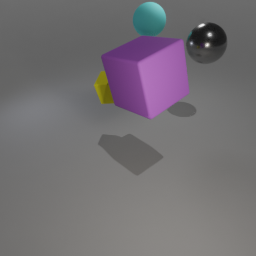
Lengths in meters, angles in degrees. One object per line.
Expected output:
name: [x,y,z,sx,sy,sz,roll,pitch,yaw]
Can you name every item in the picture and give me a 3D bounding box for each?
ball: [0.898,-4.553,11.826,1.400,1.400,1.400,0,32,0]
cube: [0.443,-1.279,6.759,1.400,1.400,1.400,-34,37,-27]
ball: [2.749,-2.956,9.822,1.400,1.400,1.400,0,32,0]
cube: [-0.470,-1.189,8.101,0.700,0.700,0.700,-1,44,19]
